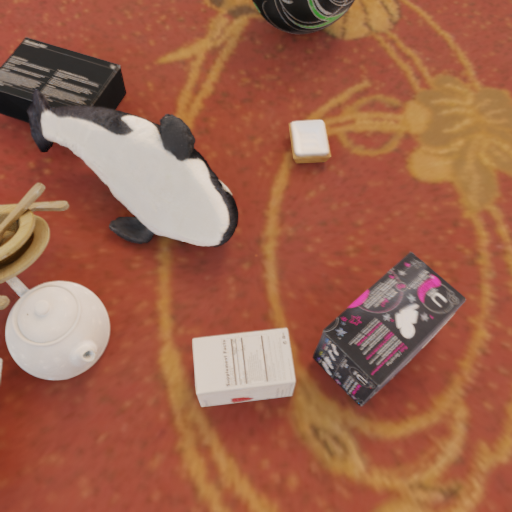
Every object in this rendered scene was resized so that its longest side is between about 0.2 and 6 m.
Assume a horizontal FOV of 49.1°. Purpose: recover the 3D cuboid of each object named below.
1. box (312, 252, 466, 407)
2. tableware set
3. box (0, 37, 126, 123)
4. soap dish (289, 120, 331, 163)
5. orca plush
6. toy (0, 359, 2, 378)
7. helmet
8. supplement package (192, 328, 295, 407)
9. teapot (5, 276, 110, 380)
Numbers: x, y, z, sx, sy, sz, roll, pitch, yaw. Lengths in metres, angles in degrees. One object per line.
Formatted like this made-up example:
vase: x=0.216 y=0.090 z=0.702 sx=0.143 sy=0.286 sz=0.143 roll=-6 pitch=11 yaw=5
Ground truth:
box: x=1.828 y=1.052 z=7.857 sx=1.805 sy=1.193 sz=1.036 roll=-38 pitch=69 yaw=-19
tableware set: x=-4.656 y=-0.245 z=8.152 sx=3.406 sy=0.683 sz=2.252 roll=-2 pitch=44 yaw=15
box: x=-3.692 y=-3.113 z=10.475 sx=2.014 sy=0.794 sz=1.421 roll=19 pitch=64 yaw=8
soap dish: x=0.959 y=-2.054 z=10.150 sx=0.667 sy=0.344 sz=0.847 roll=-4 pitch=60 yaw=-2
orca plush: x=-1.920 y=-1.438 z=9.551 sx=4.105 sy=2.160 sz=1.459 roll=17 pitch=17 yaw=18
toy: x=-4.012 y=2.524 z=7.409 sx=1.239 sy=0.508 sz=2.151 roll=-6 pitch=58 yaw=-6
helmet: x=0.988 y=-5.554 z=11.138 sx=2.243 sy=2.138 sz=2.243 roll=-10 pitch=73 yaw=35
supplement package: x=-0.177 y=1.562 z=7.781 sx=1.320 sy=0.800 sz=0.791 roll=-6 pitch=63 yaw=-3
teapot: x=-2.903 y=0.928 z=7.961 sx=1.565 sy=1.143 sz=1.544 roll=-3 pitch=59 yaw=0
